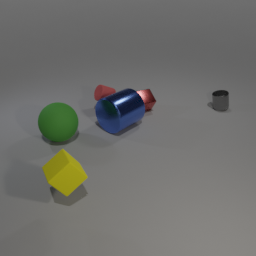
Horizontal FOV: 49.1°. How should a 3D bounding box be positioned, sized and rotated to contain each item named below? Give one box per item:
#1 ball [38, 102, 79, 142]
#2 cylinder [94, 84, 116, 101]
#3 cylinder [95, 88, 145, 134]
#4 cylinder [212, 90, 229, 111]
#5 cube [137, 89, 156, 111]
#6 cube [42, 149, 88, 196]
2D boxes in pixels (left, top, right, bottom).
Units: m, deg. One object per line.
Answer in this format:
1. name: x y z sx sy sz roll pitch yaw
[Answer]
1. ball: -2.468 -0.209 9.947 1.400 1.400 1.400 0 30 0
2. cylinder: -0.983 -1.443 12.012 0.700 0.700 0.700 12 19 -37
3. cylinder: -0.298 -0.674 10.778 1.400 1.400 1.400 24 37 36
4. cylinder: 4.091 -1.224 12.369 0.700 0.700 0.700 -10 29 5
5. cube: 0.680 -1.167 12.105 0.700 0.700 0.700 -15 66 -25
6. cube: -1.550 1.087 6.861 0.700 0.700 0.700 -43 37 -4
